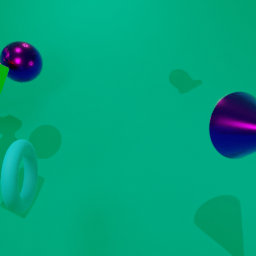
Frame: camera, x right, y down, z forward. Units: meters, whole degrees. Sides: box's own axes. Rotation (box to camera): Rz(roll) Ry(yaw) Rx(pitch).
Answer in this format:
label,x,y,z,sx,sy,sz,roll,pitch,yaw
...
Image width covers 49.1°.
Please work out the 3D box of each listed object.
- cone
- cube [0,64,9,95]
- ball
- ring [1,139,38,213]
label,x,y,z,sx,sy,sz,roll,pitch,yaw
cone,2.588,0.034,5.336,1.458,1.463,1.458,-2,97,-18
cube,-3.190,-1.077,5.848,0.825,0.825,0.825,17,88,17
ball,-2.721,-1.684,7.164,1.043,1.043,1.043,0,64,0
ring,-1.745,0.780,4.591,0.237,1.183,1.183,0,64,-1
